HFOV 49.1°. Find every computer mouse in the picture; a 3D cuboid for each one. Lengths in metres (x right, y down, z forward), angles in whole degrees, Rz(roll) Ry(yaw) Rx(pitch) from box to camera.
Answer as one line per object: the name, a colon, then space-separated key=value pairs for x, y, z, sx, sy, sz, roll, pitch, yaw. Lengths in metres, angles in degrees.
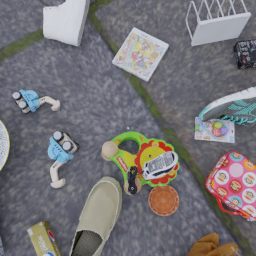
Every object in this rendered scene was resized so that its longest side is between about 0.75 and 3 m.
computer mouse: x=0.695 y=1.196 z=7.750 sx=1.613 sy=0.354 sz=0.884 roll=-27 pitch=36 yaw=18

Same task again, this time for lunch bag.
lunch bag: x=3.408 y=1.845 z=8.484 sx=1.935 sy=0.793 sz=1.705 roll=37 pitch=79 yaw=8

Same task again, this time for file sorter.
file sorter: x=3.024 y=-3.772 z=9.670 sx=1.732 sy=1.202 sz=1.078 roll=-11 pitch=73 yaw=-3

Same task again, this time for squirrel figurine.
squirrel figurine: x=2.098 y=3.902 z=7.298 sx=2.274 sy=2.123 sz=1.610 roll=-17 pitch=77 yaw=-4

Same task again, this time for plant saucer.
plant saucer: x=1.109 y=2.242 z=8.722 sx=0.945 sy=0.153 sz=0.945 roll=0 pitch=75 yaw=1

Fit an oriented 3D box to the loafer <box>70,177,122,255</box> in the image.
loafer: x=-0.906 y=2.816 z=8.156 sx=1.077 sy=0.972 sz=2.847 roll=16 pitch=77 yaw=4

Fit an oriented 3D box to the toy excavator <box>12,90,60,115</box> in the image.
toy excavator: x=-3.035 y=-0.895 z=9.318 sx=1.201 sy=0.600 sz=1.168 roll=-33 pitch=80 yaw=-17

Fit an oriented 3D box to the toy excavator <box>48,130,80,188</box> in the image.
toy excavator: x=-2.162 y=0.972 z=8.841 sx=1.402 sy=0.700 sz=1.363 roll=-45 pitch=78 yaw=3

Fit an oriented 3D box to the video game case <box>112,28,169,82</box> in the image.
video game case: x=0.447 y=-2.614 z=9.891 sx=1.439 sy=0.181 sz=1.582 roll=29 pitch=78 yaw=7

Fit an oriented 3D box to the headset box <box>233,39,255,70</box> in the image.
headset box: x=4.401 y=-2.591 z=9.741 sx=1.194 sy=0.461 sz=0.889 roll=-8 pitch=76 yaw=-3

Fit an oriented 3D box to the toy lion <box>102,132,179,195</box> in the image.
toy lion: x=0.483 y=0.980 z=8.817 sx=2.006 sy=0.719 sz=2.093 roll=-31 pitch=76 yaw=-15

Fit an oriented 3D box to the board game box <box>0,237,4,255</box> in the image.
board game box: x=-4.974 y=3.425 z=8.084 sx=2.697 sy=0.832 sz=2.696 roll=-19 pitch=78 yaw=-5

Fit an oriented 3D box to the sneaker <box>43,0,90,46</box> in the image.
sneaker: x=-2.205 y=-4.294 z=9.901 sx=1.520 sy=0.969 sz=2.629 roll=12 pitch=78 yaw=0

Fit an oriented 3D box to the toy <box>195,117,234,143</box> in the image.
toy: x=2.876 y=0.039 z=9.181 sx=1.312 sy=0.310 sz=0.755 roll=5 pitch=77 yaw=1

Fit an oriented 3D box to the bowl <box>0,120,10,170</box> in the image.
bowl: x=-4.627 y=0.710 z=8.589 sx=2.388 sy=1.121 sz=2.388 roll=0 pitch=76 yaw=0

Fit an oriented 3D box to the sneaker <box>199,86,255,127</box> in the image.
sneaker: x=3.603 y=-0.532 z=9.012 sx=2.599 sy=1.008 sz=1.186 roll=-18 pitch=81 yaw=-3

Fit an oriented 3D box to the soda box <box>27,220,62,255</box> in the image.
soda box: x=-2.361 y=3.549 z=8.209 sx=0.498 sy=0.527 sz=1.557 roll=-27 pitch=77 yaw=-6
